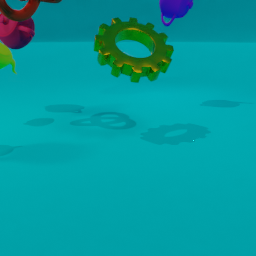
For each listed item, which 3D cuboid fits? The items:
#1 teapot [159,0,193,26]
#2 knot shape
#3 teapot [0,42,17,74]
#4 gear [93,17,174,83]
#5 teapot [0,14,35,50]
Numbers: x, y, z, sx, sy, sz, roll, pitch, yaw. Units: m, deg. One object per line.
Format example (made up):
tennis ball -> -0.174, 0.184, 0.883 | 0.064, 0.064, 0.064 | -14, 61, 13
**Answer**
teapot -> 1.708, -4.236, 9.175 | 0.989, 2.019, 1.256 | 33, 1, 22
knot shape -> -2.605, -3.476, 7.182 | 1.684, 0.832, 1.800 | -33, -1, -8
teapot -> -3.583, -1.928, 7.640 | 1.332, 0.652, 0.828 | 27, 29, -32
gear -> 0.140, -1.882, 6.615 | 1.843, 0.341, 1.843 | 7, 56, -10
teapot -> -3.677, -3.183, 8.825 | 2.003, 1.246, 0.981 | 22, -2, 24
